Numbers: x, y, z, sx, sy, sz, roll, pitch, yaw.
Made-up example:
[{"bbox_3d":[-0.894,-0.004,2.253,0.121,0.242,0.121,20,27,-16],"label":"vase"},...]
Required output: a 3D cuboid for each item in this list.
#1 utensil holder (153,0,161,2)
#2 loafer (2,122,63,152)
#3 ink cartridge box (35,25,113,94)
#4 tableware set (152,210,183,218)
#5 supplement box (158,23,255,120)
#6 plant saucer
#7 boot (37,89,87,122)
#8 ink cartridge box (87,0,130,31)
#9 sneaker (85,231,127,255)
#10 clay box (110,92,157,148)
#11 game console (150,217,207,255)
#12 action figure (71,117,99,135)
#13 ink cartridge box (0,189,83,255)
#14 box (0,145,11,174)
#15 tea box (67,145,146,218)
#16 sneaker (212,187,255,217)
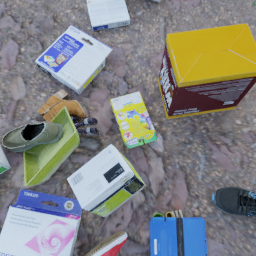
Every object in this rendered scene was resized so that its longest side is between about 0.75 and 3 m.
[{"bbox_3d":[1.036,-6.933,13.678,1.424,1.210,1.210,17,69,4],"label":"utensil holder"},{"bbox_3d":[-3.792,0.202,10.608,2.679,0.933,1.007,-15,63,20],"label":"loafer"},{"bbox_3d":[-2.349,-3.097,12.494,2.469,0.587,2.499,34,70,14],"label":"ink cartridge box"},{"bbox_3d":[1.579,3.862,9.842,1.257,0.286,1.866,-12,69,-4],"label":"tableware set"},{"bbox_3d":[2.896,-1.999,10.708,2.956,2.997,1.990,-9,68,-4],"label":"supplement box"},{"bbox_3d":[-2.704,0.681,10.113,2.506,0.601,2.509,-47,30,4],"label":"plant saucer"},{"bbox_3d":[-2.676,-0.630,11.396,1.857,0.712,1.442,41,73,16],"label":"boot"},{"bbox_3d":[-0.981,-5.674,13.594,1.873,0.381,1.877,-11,69,-4],"label":"ink cartridge box"},{"bbox_3d":[-0.809,4.738,9.150,2.695,0.960,1.516,-34,83,-23],"label":"sneaker"},{"bbox_3d":[0.220,-0.282,11.355,1.293,0.536,2.251,-16,69,-6],"label":"clay box"},{"bbox_3d":[1.757,4.109,9.722,1.665,1.154,1.951,-10,70,30],"label":"game console"},{"bbox_3d":[-2.072,0.044,11.189,1.753,0.608,1.141,-6,77,16],"label":"action figure"},{"bbox_3d":[-3.066,3.590,9.818,2.537,0.560,2.584,9,70,4],"label":"ink cartridge box"},{"bbox_3d":[-5.514,1.132,10.380,1.504,1.295,1.512,-31,71,-12],"label":"box"},{"bbox_3d":[-0.601,1.675,8.584,1.696,1.668,1.133,-37,56,-1],"label":"tea box"},{"bbox_3d":[4.453,2.627,9.869,2.808,1.150,1.028,10,69,5],"label":"sneaker"}]
